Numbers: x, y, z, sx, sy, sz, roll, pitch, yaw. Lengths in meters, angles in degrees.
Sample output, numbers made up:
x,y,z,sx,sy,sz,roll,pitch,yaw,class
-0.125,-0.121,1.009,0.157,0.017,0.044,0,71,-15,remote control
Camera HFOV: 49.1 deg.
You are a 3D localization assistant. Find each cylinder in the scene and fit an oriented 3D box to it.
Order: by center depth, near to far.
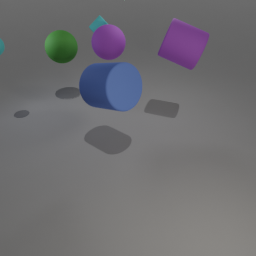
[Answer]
x,y,z,sx,sy,sz,roll,pitch,yaw,class
-0.528,-1.260,8.480,1.400,1.400,1.400,-27,26,-36,cylinder
1.983,-3.018,10.134,1.400,1.400,1.400,24,34,0,cylinder
-1.262,-4.529,12.549,0.700,0.700,0.700,-43,33,12,cylinder

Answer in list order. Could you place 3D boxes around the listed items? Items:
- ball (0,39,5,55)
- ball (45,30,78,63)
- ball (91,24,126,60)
x,y,z,sx,sy,sz,roll,pitch,yaw,class
-4.570,-2.783,9.503,0.700,0.700,0.700,0,32,0,ball
-2.904,-3.538,12.227,1.400,1.400,1.400,0,32,0,ball
-0.800,-3.518,11.520,1.400,1.400,1.400,0,32,0,ball
